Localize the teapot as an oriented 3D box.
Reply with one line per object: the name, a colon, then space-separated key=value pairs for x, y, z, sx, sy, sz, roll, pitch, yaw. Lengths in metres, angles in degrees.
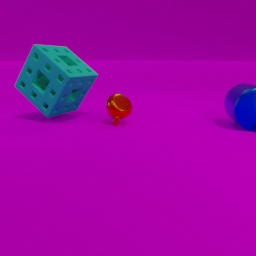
teapot: x=-0.266 y=-0.566 z=7.543 sx=0.732 sy=0.577 sz=1.178 roll=17 pitch=53 yaw=-17

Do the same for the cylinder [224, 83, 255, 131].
cylinder: x=3.104 y=-0.562 z=7.126 sx=1.063 sy=1.063 sz=1.063 roll=1 pitch=15 yaw=4

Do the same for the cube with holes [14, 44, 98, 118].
cube with holes: x=-2.004 y=-1.347 z=7.931 sx=1.369 sy=1.369 sz=1.369 roll=42 pitch=26 yaw=11
